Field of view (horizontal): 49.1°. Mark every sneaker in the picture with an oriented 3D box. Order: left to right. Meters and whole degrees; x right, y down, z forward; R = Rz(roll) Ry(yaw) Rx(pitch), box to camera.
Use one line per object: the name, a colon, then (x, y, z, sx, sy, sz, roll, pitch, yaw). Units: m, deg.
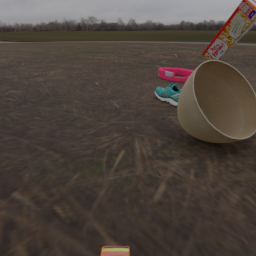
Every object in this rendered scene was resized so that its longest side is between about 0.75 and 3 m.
sneaker: (1.666, -1.349, 10.605, 0.694, 0.713, 1.791, -11, 22, -27)

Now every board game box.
board game box: (3.410, -3.157, 8.230, 0.564, 2.436, 1.845, 45, 68, 6)

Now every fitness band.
fitness band: (2.715, -2.892, 15.152, 1.772, 0.462, 2.467, -8, 23, -26)

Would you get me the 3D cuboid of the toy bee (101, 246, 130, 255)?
toy bee: (-0.069, 1.591, 2.491, 1.156, 0.960, 1.766, -6, 21, -20)

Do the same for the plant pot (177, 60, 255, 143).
plant pot: (2.030, -0.457, 7.015, 2.025, 2.025, 1.360, -13, -14, -31)
